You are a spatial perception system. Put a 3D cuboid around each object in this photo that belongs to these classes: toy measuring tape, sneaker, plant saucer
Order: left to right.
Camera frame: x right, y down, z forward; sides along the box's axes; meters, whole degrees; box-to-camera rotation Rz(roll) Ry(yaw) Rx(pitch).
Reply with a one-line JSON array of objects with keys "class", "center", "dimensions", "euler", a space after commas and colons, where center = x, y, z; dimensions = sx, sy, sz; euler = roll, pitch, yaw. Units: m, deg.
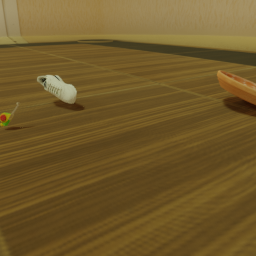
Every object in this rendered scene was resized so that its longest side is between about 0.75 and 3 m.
[{"class": "toy measuring tape", "center": [-3.402, -0.420, 7.957], "dimensions": [0.314, 0.854, 0.314], "euler": [33, 6, -4]}, {"class": "sneaker", "center": [-2.481, -1.354, 9.815], "dimensions": [1.787, 0.683, 0.719], "euler": [32, 19, 35]}, {"class": "plant saucer", "center": [4.281, -1.289, 9.822], "dimensions": [2.589, 0.485, 2.589], "euler": [19, 21, -8]}]
